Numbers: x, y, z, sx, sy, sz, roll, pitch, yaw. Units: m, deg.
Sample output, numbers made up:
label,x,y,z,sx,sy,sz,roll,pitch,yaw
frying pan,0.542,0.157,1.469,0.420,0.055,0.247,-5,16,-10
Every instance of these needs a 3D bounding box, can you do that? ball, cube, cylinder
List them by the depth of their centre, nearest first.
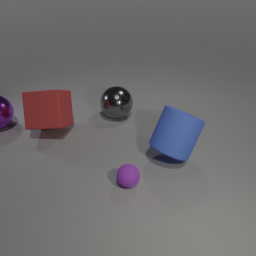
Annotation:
label,x,y,z,sx,sy,sz,roll,pitch,yaw
ball,0.007,1.425,8.375,0.700,0.700,0.700,0,30,0
cylinder,1.585,0.154,9.143,1.400,1.400,1.400,22,9,-4
cube,-3.038,-0.721,10.781,1.400,1.400,1.400,-3,6,9
ball,-5.306,-0.625,11.181,1.400,1.400,1.400,0,30,0
ball,-0.490,-1.083,11.976,1.400,1.400,1.400,0,30,0
